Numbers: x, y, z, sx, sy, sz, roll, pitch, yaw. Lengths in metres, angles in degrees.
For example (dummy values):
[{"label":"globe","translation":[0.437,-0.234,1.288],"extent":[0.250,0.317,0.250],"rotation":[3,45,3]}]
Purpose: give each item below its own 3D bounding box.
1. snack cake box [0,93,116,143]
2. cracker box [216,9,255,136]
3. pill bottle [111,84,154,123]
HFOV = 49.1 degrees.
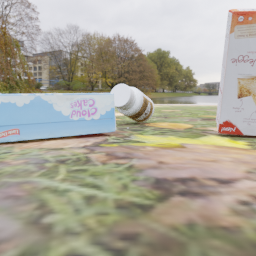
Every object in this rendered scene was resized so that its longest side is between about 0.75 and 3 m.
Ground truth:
[{"label":"snack cake box","translation":[-1.833,-0.303,6.240],"extent":[2.742,0.921,1.577],"rotation":[-5,6,-33]},{"label":"cracker box","translation":[2.820,-1.079,5.746],"extent":[1.699,2.537,0.732],"rotation":[3,26,12]},{"label":"pill bottle","translation":[0.136,-0.812,9.203],"extent":[0.955,0.955,1.670],"rotation":[3,-11,29]}]
